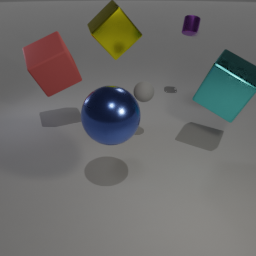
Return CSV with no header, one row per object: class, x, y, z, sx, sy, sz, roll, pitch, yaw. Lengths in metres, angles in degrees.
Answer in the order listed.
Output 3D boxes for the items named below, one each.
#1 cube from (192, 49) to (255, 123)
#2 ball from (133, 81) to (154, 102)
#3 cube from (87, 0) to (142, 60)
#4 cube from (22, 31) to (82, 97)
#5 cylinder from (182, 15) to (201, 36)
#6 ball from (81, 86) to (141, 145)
cube,3.084,-1.312,8.638,1.400,1.400,1.400,33,43,10
ball,0.534,-1.218,9.405,0.700,0.700,0.700,0,28,0
cube,-0.537,-3.766,10.767,1.400,1.400,1.400,-40,34,13
cube,-2.670,-2.252,9.927,1.400,1.400,1.400,-27,51,-1
cylinder,2.736,-4.430,12.153,0.700,0.700,0.700,11,4,-1
ball,-0.402,-0.291,6.582,1.400,1.400,1.400,0,28,0
